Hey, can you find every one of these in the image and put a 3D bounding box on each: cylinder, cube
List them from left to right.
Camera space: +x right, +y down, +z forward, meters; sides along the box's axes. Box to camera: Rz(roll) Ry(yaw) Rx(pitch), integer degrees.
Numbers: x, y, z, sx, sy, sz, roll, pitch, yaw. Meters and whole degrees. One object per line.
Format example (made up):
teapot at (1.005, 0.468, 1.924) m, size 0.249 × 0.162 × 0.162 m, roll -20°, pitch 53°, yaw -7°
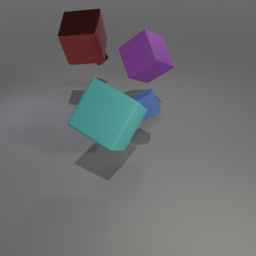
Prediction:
cube at (-1.630, -3.369, 10.430) m, size 1.400 × 1.400 × 1.400 m, roll -2°, pitch 56°, yaw 7°
cylinder at (-1.417, -3.513, 13.591) m, size 0.700 × 0.700 × 0.700 m, roll -32°, pitch 26°, yaw 18°
cube at (-0.507, -0.311, 7.667) m, size 1.400 × 1.400 × 1.400 m, roll 30°, pitch 3°, yaw 13°
cube at (0.575, -0.733, 8.952) m, size 0.700 × 0.700 × 0.700 m, roll -25°, pitch 17°, yaw 18°
cube at (0.731, -2.802, 11.181) m, size 1.400 × 1.400 × 1.400 m, roll -27°, pitch -16°, yaw 33°
